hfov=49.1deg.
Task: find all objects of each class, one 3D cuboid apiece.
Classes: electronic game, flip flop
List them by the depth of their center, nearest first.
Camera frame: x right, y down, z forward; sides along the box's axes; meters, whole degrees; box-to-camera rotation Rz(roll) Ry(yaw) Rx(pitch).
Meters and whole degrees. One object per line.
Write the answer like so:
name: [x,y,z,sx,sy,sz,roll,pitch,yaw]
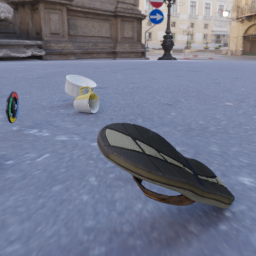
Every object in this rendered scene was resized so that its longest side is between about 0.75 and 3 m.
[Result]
flip flop: [0.525,0.653,3.682,2.269,0.653,0.920,27,26,-34]
electronic game: [-3.071,-0.550,7.481,0.178,0.855,0.855,5,16,-6]

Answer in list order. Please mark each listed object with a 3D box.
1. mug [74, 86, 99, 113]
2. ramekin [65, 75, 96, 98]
mug: [-1.478,-0.937,9.883,0.726,0.884,0.708,-2,-31,27]
ramekin: [-1.927,-1.616,11.179,1.222,0.596,1.222,18,23,-8]
